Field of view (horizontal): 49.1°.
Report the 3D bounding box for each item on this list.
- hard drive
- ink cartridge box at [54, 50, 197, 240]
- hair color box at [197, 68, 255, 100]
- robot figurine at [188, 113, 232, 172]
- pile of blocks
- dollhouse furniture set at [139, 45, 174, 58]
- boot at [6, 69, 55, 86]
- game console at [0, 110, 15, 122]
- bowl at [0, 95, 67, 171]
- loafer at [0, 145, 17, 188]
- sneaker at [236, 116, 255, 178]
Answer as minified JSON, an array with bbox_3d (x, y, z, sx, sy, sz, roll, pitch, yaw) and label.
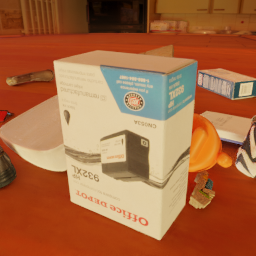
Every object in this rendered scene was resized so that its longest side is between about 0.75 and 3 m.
[{"bbox_3d":[3.432,0.070,8.229,2.872,0.364,1.895,14,21,30],"label":"hard drive"},{"bbox_3d":[-0.045,0.212,4.963,2.057,2.836,1.187,14,28,29],"label":"ink cartridge box"},{"bbox_3d":[4.527,-2.098,12.982,1.336,0.808,2.671,-8,24,-18],"label":"hair color box"},{"bbox_3d":[1.411,0.352,6.214,1.517,1.230,2.109,-12,-14,20],"label":"robot figurine"},{"bbox_3d":[1.514,1.302,5.680,0.429,0.325,1.046,19,35,13],"label":"pile of blocks"},{"bbox_3d":[0.845,-0.867,9.371,1.951,1.962,2.784,-10,61,20],"label":"dollhouse furniture set"},{"bbox_3d":[-5.002,-2.549,14.269,1.824,0.629,1.957,2,16,39],"label":"boot"},{"bbox_3d":[-4.592,-0.397,9.930,0.826,0.490,0.712,3,54,7],"label":"game console"},{"bbox_3d":[-1.633,0.050,7.146,2.603,0.971,2.599,16,42,41],"label":"bowl"},{"bbox_3d":[-3.739,0.523,6.571,2.763,0.999,1.006,10,26,25],"label":"loafer"},{"bbox_3d":[3.496,0.512,5.689,1.051,1.714,2.634,-11,26,-23],"label":"sneaker"}]
